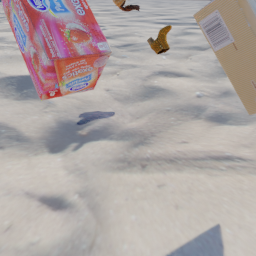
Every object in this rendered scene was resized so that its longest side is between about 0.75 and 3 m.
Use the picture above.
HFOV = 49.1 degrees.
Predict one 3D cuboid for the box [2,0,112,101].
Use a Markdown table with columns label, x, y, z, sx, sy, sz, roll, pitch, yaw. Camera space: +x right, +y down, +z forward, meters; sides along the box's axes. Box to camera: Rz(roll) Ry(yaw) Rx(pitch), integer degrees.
| label | x | y | z | sx | sy | sz | roll | pitch | yaw |
| --- | --- | --- | --- | --- | --- | --- | --- | --- | --- |
| box | -1.536 | -2.040 | 5.587 | 1.229 | 1.332 | 2.597 | -17 | 73 | -29 |

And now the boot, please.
| label | x | y | z | sx | sy | sz | roll | pitch | yaw |
| --- | --- | --- | --- | --- | --- | --- | --- | --- | --- |
| boot | 1.290 | -3.091 | 9.924 | 1.082 | 0.381 | 0.775 | -35 | 68 | -1 |

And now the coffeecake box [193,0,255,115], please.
| label | x | y | z | sx | sy | sz | roll | pitch | yaw |
| --- | --- | --- | --- | --- | --- | --- | --- | --- | --- |
| coffeecake box | 2.931 | -1.954 | 5.473 | 2.842 | 2.181 | 1.038 | -37 | 8 | -31 |

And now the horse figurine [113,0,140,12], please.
| label | x | y | z | sx | sy | sz | roll | pitch | yaw |
| --- | --- | --- | --- | --- | --- | --- | --- | --- | --- |
| horse figurine | -0.218 | -4.652 | 9.450 | 1.180 | 1.780 | 0.444 | -22 | -4 | 34 |
